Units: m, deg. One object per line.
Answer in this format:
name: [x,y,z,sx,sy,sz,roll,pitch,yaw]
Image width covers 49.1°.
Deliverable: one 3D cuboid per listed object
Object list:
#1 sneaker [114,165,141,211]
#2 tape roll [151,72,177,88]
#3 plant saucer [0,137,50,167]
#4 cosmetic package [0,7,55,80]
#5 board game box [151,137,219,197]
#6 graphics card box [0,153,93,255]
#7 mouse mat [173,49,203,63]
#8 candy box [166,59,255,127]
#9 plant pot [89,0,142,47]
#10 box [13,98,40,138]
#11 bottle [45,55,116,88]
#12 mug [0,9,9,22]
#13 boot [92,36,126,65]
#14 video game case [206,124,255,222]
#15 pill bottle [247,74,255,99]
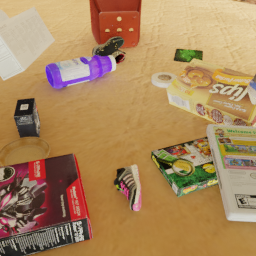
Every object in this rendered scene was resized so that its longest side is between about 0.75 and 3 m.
sneaker: [-0.020,1.266,5.978,0.564,0.476,1.290,-3,32,-3]
tape roll: [1.370,-1.812,10.482,0.993,0.181,0.993,0,35,0]
plant saucer: [-2.563,0.682,6.978,1.260,0.223,1.260,0,36,0]
cosmetic package: [-3.103,-2.548,8.069,0.753,1.228,2.975,-20,28,14]
board game box: [2.046,0.744,6.849,2.650,0.311,1.388,-13,40,-18]
graphics card box: [-2.287,1.538,5.353,2.929,0.745,1.838,-10,37,-12]
mouse mat: [2.737,-3.270,12.626,1.253,0.059,1.558,7,36,10]
candy box: [2.760,-1.021,8.479,2.769,0.766,1.598,29,67,33]
plant pot: [-0.507,-5.244,13.433,2.609,2.611,2.301,-4,47,-5]
box: [-2.743,-0.223,7.695,0.490,0.857,0.941,-7,36,-10]
bottle: [-1.690,-2.172,10.402,2.551,0.833,1.066,-18,34,-23]
mug: [-6.767,-4.377,12.573,2.836,2.094,2.487,-7,30,16]
boot: [-0.501,-3.368,12.269,1.359,0.649,1.799,32,52,33]
video game case: [3.305,0.922,6.198,2.748,0.303,2.502,3,44,0]
pill bottle: [3.123,-1.268,4.960,1.106,1.944,1.106,19,27,-10]
